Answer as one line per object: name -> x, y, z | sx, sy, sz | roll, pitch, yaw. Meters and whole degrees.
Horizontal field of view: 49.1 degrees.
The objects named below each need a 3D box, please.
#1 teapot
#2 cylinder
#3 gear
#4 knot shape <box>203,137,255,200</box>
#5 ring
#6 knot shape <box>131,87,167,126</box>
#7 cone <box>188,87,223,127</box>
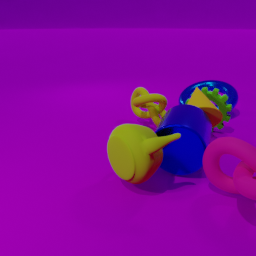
teapot -> 0.228, 0.441, 5.456 | 0.933, 1.185, 1.906 | -17, -7, -34
cylinder -> 1.217, 0.232, 6.309 | 1.218, 1.218, 1.218 | 7, 28, 18
gear -> 2.356, -0.529, 8.276 | 1.316, 1.316, 0.243 | 9, 26, 23
knot shape -> 2.317, 0.805, 4.651 | 1.964, 0.908, 1.838 | 19, -7, 1
ring -> 2.833, -1.051, 9.975 | 2.062, 0.412, 2.062 | -11, 39, 9
knot shape -> 0.597, -0.683, 8.633 | 0.715, 1.547, 1.448 | -50, 47, -9
cone -> 1.843, -0.658, 7.303 | 1.055, 1.055, 1.059 | 1, 58, 2
